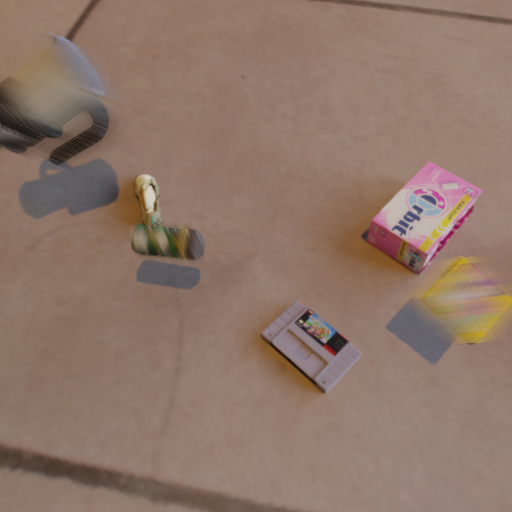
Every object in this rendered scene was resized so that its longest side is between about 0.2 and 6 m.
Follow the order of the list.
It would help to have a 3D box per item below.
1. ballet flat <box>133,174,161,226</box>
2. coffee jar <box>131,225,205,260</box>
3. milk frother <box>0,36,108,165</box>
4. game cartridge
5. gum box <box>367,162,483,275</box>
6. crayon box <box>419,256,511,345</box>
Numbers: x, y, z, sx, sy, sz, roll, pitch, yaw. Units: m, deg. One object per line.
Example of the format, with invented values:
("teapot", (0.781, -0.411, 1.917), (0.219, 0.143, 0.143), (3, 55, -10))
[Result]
("ballet flat", (-2.195, -1.273, 11.396), (0.501, 0.556, 1.478), (-7, 55, -16))
("coffee jar", (-1.444, -0.223, 9.294), (1.138, 0.594, 0.486), (6, 79, 12))
("milk frother", (-3.540, -2.747, 9.685), (1.779, 1.707, 1.891), (-30, 49, 10))
("game cartridge", (0.945, 1.528, 9.680), (1.511, 0.290, 0.980), (39, 68, 23))
("gum box", (3.325, -0.811, 10.972), (1.232, 0.718, 2.171), (35, 62, 23))
("crayon box", (3.197, 0.682, 8.552), (0.892, 0.301, 1.033), (-44, 77, -6))
